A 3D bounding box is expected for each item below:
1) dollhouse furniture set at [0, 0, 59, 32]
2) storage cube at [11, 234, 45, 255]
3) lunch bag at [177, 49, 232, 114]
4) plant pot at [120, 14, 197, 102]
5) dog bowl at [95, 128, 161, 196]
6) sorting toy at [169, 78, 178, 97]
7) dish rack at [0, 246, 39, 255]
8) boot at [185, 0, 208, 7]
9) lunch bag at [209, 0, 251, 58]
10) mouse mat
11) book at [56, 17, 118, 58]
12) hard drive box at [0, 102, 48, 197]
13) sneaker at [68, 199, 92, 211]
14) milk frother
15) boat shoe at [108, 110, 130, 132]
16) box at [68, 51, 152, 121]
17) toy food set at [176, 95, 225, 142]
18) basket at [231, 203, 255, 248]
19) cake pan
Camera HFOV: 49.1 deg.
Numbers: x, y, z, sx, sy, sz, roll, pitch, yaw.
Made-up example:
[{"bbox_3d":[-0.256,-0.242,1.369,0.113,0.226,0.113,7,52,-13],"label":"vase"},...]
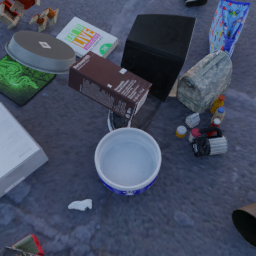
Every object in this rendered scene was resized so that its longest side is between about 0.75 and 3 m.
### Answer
[{"bbox_3d":[-5.294,-6.219,13.863,2.828,2.859,1.473,-13,58,33],"label":"dollhouse furniture set"},{"bbox_3d":[-3.207,3.958,9.061,0.785,0.706,0.671,-29,64,-17],"label":"storage cube"},{"bbox_3d":[3.237,-2.014,11.708,2.234,1.873,1.556,-40,68,-13],"label":"lunch bag"},{"bbox_3d":[0.942,-2.716,10.139,2.049,2.310,2.304,19,59,1],"label":"plant pot"},{"bbox_3d":[0.003,1.245,10.477,2.413,0.950,2.413,0,60,0],"label":"dog bowl"},{"bbox_3d":[1.861,-2.019,12.744,2.048,0.301,1.514,7,62,4],"label":"sorting toy"},{"bbox_3d":[-2.834,4.632,8.110,2.612,0.712,2.003,26,58,-21],"label":"dish rack"},{"bbox_3d":[3.709,-7.272,15.670,1.300,0.469,0.982,-10,58,-6],"label":"boot"},{"bbox_3d":[4.371,-3.960,12.725,1.398,2.237,2.972,15,61,9],"label":"lunch bag"},{"bbox_3d":[-5.134,-2.442,13.106,2.936,0.111,2.362,31,65,18],"label":"mouse mat"},{"bbox_3d":[-2.069,-4.272,13.930,2.625,0.631,1.753,29,67,14],"label":"book"},{"bbox_3d":[-4.875,0.750,10.667,2.236,1.102,2.869,-39,67,-20],"label":"hard drive box"},{"bbox_3d":[-1.697,2.778,9.977,0.862,0.321,0.375,-10,65,-5],"label":"sneaker"},{"bbox_3d":[3.197,0.673,10.570,1.211,1.162,1.288,-8,32,-4],"label":"milk frother"},{"bbox_3d":[-0.278,-0.992,11.782,0.969,0.918,2.770,8,60,4],"label":"boat shoe"},{"bbox_3d":[-0.584,-1.381,8.933,2.393,0.897,1.198,28,50,9],"label":"box"},{"bbox_3d":[3.090,-0.312,11.314,2.339,1.053,1.117,-27,64,-15],"label":"toy food set"},{"bbox_3d":[4.744,2.987,9.268,1.859,1.676,1.264,-17,101,-17],"label":"basket"},{"bbox_3d":[-3.183,-2.940,10.649,2.678,0.491,2.678,18,32,-12],"label":"cake pan"}]
